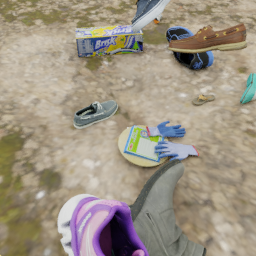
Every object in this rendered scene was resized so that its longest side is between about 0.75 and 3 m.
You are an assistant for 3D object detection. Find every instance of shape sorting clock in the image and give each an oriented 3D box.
[{"bbox_3d":[0.446,0.477,7.679,1.446,0.284,1.446,8,47,-9],"label":"shape sorting clock"}]

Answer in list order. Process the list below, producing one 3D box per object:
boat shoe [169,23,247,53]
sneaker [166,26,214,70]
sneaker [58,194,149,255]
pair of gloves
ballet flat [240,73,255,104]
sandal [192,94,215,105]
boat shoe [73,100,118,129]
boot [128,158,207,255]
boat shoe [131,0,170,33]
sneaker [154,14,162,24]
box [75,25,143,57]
[{"bbox_3d":[1.387,-1.576,4.941,1.340,0.452,0.482,-1,20,15],"label":"boat shoe"},{"bbox_3d":[2.142,-3.203,11.026,1.054,0.949,2.705,-15,47,-26],"label":"sneaker"},{"bbox_3d":[-0.177,2.378,4.245,1.166,1.281,2.898,-3,73,-47],"label":"sneaker"},{"bbox_3d":[1.186,0.338,7.768,1.261,0.179,1.569,0,41,-21],"label":"pair of gloves"},{"bbox_3d":[4.206,-1.285,9.365,0.568,0.543,1.614,28,51,9],"label":"ballet flat"},{"bbox_3d":[2.503,-0.989,9.244,0.871,0.235,0.350,-16,46,-16],"label":"sandal"},{"bbox_3d":[-0.960,-0.522,8.573,1.591,0.491,0.579,-29,51,-27],"label":"boat shoe"},{"bbox_3d":[0.858,2.033,5.844,1.828,0.947,2.798,37,52,16],"label":"boot"},{"bbox_3d":[0.577,-4.298,9.210,1.010,1.295,2.854,-21,29,49],"label":"boat shoe"},{"bbox_3d":[1.499,-5.472,13.811,0.470,0.387,1.023,-2,45,-8],"label":"sneaker"},{"bbox_3d":[-0.759,-3.590,11.491,2.696,0.867,0.944,-6,44,-7],"label":"box"}]
